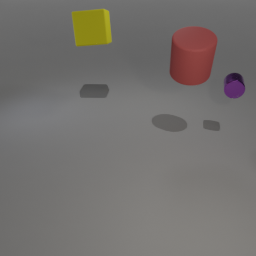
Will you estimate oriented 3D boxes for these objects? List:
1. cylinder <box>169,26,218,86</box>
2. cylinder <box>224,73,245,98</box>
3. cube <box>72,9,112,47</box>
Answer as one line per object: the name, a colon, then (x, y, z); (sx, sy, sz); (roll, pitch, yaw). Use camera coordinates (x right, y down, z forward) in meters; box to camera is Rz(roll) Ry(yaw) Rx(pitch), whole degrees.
cylinder: (2.111, -2.367, 9.237); (1.400, 1.400, 1.400); (-2, 50, 2)
cylinder: (3.803, -1.523, 10.038); (0.700, 0.700, 0.700); (7, 36, 13)
cube: (-1.549, -4.410, 12.362); (1.400, 1.400, 1.400); (-3, 19, 5)
